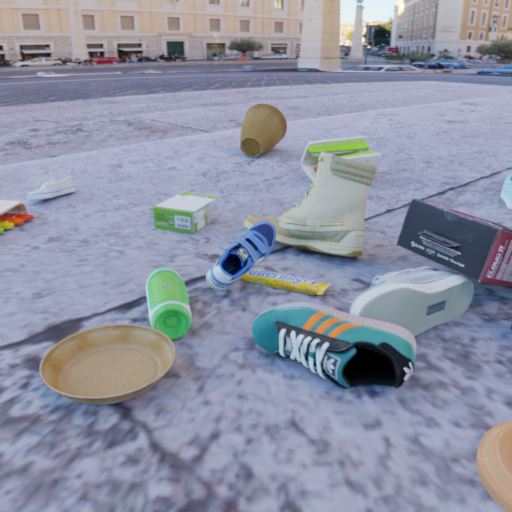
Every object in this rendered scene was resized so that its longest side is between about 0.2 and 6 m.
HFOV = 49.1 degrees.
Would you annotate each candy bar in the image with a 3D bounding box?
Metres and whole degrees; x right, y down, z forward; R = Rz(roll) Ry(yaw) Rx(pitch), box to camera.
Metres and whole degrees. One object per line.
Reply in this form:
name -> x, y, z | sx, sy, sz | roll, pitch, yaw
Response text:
candy bar -> 0.430, 0.446, 10.085 | 1.822, 0.202, 0.454 | 11, 26, 23

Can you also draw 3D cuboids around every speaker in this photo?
speaker -> -1.405, 0.726, 8.899 | 0.653, 0.653, 1.477 | -5, 24, -12

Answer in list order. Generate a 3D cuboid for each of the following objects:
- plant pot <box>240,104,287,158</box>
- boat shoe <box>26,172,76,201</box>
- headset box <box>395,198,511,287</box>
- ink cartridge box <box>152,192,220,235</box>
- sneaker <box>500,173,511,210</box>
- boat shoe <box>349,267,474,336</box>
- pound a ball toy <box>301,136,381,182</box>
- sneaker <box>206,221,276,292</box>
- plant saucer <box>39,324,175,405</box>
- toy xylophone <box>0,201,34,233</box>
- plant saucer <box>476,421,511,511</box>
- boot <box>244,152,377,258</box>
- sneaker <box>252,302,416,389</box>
plant pot -> 0.080, -4.155, 19.276 | 1.576, 1.576, 1.691 | 8, 42, 18
boat shoe -> -5.397, -1.857, 14.651 | 0.556, 0.642, 1.506 | -4, 15, 35
headset box -> 3.803, -0.185, 9.681 | 2.433, 0.939, 1.810 | 7, 15, -37
ink cartridge box -> -1.576, -1.033, 13.068 | 1.046, 0.536, 1.415 | 10, 24, 22
sneaker -> 6.666, -1.625, 14.141 | 0.688, 0.762, 1.861 | -1, 23, 1
boat shoe -> 2.275, 0.685, 8.738 | 2.596, 0.906, 0.925 | -7, 22, -35
pound a ball toy -> 2.441, -2.490, 16.165 | 2.472, 1.050, 1.612 | -13, 52, -27
sneaker -> -0.175, -0.044, 9.918 | 0.606, 0.674, 1.639 | 41, 67, 3
plant saucer -> -1.963, 1.484, 7.535 | 1.761, 0.312, 1.761 | 0, 23, 0
toy xylophone -> -6.096, -0.851, 12.704 | 1.408, 0.483, 1.923 | 8, 25, 17
plant saucer -> 3.205, 2.256, 5.821 | 1.695, 0.274, 1.695 | 1, 23, 0
boot -> 1.068, -1.134, 11.331 | 2.532, 1.968, 0.922 | 13, 8, 25
sneaker -> 0.957, 1.225, 7.508 | 2.290, 0.817, 0.915 | 6, 23, 17
